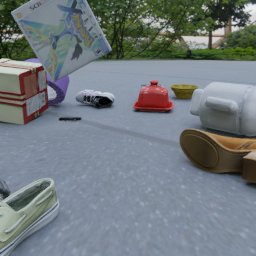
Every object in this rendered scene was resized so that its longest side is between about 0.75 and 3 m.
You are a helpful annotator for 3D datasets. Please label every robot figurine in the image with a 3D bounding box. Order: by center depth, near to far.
[{"bbox_3d":[3.508,-0.646,9.278,2.841,1.604,2.409,15,10,42],"label":"robot figurine"}]

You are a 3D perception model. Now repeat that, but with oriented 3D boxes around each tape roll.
[{"bbox_3d":[-3.898,-2.057,12.814,2.260,0.960,2.260,7,-27,4],"label":"tape roll"}]

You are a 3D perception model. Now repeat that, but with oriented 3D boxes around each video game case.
[{"bbox_3d":[-2.136,-3.141,9.179,2.316,2.540,0.280,-27,15,6],"label":"video game case"}]

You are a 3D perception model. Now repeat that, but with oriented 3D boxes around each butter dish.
[{"bbox_3d":[1.168,-1.509,12.624,1.752,1.298,1.756,2,18,10],"label":"butter dish"}]

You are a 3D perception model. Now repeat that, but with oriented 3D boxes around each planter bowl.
[{"bbox_3d":[3.020,-1.944,15.134,1.562,0.651,1.562,1,18,0],"label":"planter bowl"}]

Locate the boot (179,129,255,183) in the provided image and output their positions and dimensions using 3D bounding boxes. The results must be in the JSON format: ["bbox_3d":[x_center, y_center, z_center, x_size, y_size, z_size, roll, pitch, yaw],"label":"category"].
[{"bbox_3d":[2.691,0.457,6.900,1.883,0.930,2.426,-15,21,-43],"label":"boot"}]

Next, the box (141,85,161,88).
[{"bbox_3d":[1.176,-1.770,14.393,1.042,0.752,1.404,1,17,3],"label":"box"}]

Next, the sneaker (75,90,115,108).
[{"bbox_3d":[-1.567,-1.325,12.984,1.883,0.732,1.317,-1,16,0],"label":"sneaker"}]

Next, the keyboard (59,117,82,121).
[{"bbox_3d":[-2.258,-0.346,10.924,0.863,0.089,0.548,-2,11,-3],"label":"keyboard"}]

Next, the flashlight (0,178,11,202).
[{"bbox_3d":[-2.906,0.847,5.364,0.747,0.744,2.198,16,11,-44],"label":"flashlight"}]

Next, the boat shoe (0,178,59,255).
[{"bbox_3d":[-1.903,1.426,4.168,0.785,0.677,2.182,8,19,24],"label":"boat shoe"}]

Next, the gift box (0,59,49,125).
[{"bbox_3d":[-4.598,-1.470,11.116,2.290,2.263,2.452,8,20,9],"label":"gift box"}]
